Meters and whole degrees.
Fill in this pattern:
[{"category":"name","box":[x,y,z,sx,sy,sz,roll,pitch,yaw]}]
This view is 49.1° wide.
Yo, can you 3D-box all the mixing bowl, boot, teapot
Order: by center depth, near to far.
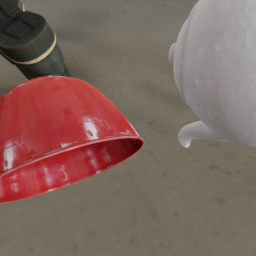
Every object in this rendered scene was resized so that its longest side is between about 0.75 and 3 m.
[{"category":"mixing bowl","box":[-0.565,0.040,2.158,1.250,1.250,0.677,-16,75,-18]},{"category":"teapot","box":[1.423,-1.008,3.802,1.794,2.425,2.457,15,79,28]},{"category":"boot","box":[-1.882,-1.302,5.426,1.072,1.914,2.767,-38,48,-8]}]
